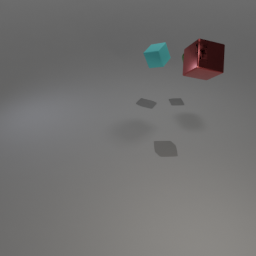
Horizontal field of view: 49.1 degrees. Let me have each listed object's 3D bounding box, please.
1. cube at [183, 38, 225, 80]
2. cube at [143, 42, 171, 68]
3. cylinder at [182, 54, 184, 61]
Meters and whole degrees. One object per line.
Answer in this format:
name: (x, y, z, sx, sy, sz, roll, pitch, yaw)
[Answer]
cube: (1.786, -1.604, 6.656, 0.700, 0.700, 0.700, 7, -7, -17)
cube: (1.158, -2.871, 11.093, 0.700, 0.700, 0.700, 4, 43, 38)
cylinder: (2.637, -2.745, 11.587, 0.700, 0.700, 0.700, -3, 60, -5)
